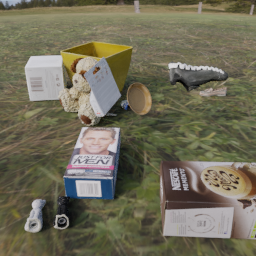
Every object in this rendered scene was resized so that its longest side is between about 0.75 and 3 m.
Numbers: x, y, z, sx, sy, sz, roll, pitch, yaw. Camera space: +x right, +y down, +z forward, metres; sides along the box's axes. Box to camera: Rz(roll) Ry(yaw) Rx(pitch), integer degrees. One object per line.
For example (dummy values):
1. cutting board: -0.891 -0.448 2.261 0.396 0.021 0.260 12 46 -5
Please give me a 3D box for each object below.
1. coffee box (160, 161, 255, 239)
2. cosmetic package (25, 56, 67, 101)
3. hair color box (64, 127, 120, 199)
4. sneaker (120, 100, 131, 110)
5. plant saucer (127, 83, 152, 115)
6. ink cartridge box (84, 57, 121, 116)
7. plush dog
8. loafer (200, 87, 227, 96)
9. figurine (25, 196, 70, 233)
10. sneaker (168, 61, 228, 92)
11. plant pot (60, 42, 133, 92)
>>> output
1. coffee box: 2.266 1.743 7.017 2.883 1.151 1.629 1 29 2
2. cosmetic package: -4.101 -2.595 14.297 1.745 1.756 2.098 -5 29 -8
3. hair color box: -1.001 0.974 8.762 1.371 0.829 2.741 1 29 2
4. sneaker: 0.265 -1.094 13.047 1.166 0.449 0.497 -20 44 -19
5. plant saucer: 0.371 -1.052 10.239 1.192 1.192 0.211 -27 10 -40
6. ink cartridge box: -0.910 -1.349 9.233 0.388 1.549 1.256 -2 37 36
7. plush dog: -1.567 -1.788 12.071 2.307 2.470 2.875 -20 34 -32
8. loafer: 4.379 -1.896 14.400 1.370 0.431 0.492 0 29 0
9. figurine: -2.017 2.121 7.170 1.077 0.463 1.050 -5 21 -7
10. sneaker: 2.335 -1.657 9.532 2.051 0.928 0.682 8 0 1
11. plant pot: -1.495 -2.860 14.206 2.604 2.297 2.604 17 34 28
